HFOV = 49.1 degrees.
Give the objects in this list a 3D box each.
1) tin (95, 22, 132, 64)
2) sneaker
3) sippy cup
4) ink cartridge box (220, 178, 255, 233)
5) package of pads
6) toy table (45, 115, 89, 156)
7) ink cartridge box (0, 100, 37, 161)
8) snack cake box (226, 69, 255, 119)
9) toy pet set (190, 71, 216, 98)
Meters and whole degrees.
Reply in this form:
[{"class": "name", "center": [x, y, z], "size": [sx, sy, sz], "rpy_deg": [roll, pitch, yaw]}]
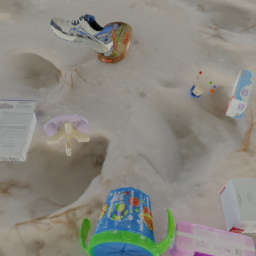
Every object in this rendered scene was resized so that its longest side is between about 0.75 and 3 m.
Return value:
[{"class": "tin", "center": [-0.687, -4.298, 14.033], "size": [1.565, 0.585, 2.795], "rpy_deg": [9, 55, 12]}, {"class": "sneaker", "center": [-1.762, -3.979, 10.991], "size": [2.689, 1.146, 1.036], "rpy_deg": [21, 42, 6]}, {"class": "sippy cup", "center": [-0.068, 2.864, 8.278], "size": [2.565, 2.014, 1.880], "rpy_deg": [13, 43, -5]}, {"class": "ink cartridge box", "center": [4.096, 2.443, 8.769], "size": [1.883, 1.368, 1.362], "rpy_deg": [0, 55, 0]}, {"class": "package of pads", "center": [2.353, 3.433, 8.105], "size": [2.203, 1.327, 0.833], "rpy_deg": [10, 56, 7]}, {"class": "toy table", "center": [-2.227, 0.188, 10.411], "size": [1.621, 1.491, 0.950], "rpy_deg": [-13, 42, -10]}, {"class": "ink cartridge box", "center": [-5.036, 0.041, 10.966], "size": [2.581, 0.569, 2.629], "rpy_deg": [2, 53, 1]}, {"class": "snack cake box", "center": [4.696, -1.422, 11.672], "size": [0.620, 1.062, 1.846], "rpy_deg": [20, 57, 13]}, {"class": "toy pet set", "center": [3.180, -1.761, 12.320], "size": [1.056, 0.561, 0.986], "rpy_deg": [42, 60, -12]}]
